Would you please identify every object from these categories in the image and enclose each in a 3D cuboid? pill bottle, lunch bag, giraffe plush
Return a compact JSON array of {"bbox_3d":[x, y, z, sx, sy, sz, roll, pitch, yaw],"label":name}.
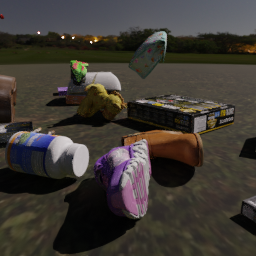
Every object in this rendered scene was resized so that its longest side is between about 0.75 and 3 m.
[{"bbox_3d":[-1.544,0.534,5.441,1.466,0.821,0.821,5,17,20],"label":"pill bottle"},{"bbox_3d":[0.930,-2.928,10.901,1.017,1.668,1.421,38,30,-12],"label":"lunch bag"},{"bbox_3d":[-0.768,-0.882,9.769,1.375,1.695,1.463,30,41,6],"label":"giraffe plush"}]

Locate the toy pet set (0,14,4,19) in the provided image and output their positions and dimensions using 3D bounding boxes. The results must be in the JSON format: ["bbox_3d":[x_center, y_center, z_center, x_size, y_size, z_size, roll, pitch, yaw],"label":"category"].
[{"bbox_3d":[-3.266,-2.799,6.140,0.792,0.848,0.450,29,55,25],"label":"toy pet set"}]

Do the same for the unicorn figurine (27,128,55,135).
[{"bbox_3d":[-2.204,0.334,6.941,1.331,0.492,0.914,-8,21,27],"label":"unicorn figurine"}]

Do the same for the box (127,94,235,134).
[{"bbox_3d":[1.737,-0.550,9.501,2.291,0.708,2.869,-15,22,-38],"label":"box"}]

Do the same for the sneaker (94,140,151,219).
[{"bbox_3d":[-0.148,0.806,4.655,0.957,0.870,2.164,-4,11,8],"label":"sneaker"}]

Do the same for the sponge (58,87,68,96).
[{"bbox_3d":[-2.859,-2.077,15.572,2.028,0.302,1.131,-5,17,-17],"label":"sponge"}]

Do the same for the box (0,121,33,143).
[{"bbox_3d":[-3.317,0.110,7.876,1.235,0.299,0.978,-6,16,-18],"label":"box"}]

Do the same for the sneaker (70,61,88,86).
[{"bbox_3d":[-1.478,-1.601,8.207,0.562,0.613,1.463,11,21,-9],"label":"sneaker"}]

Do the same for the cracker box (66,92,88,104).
[{"bbox_3d":[-2.127,-1.434,13.068,0.987,0.425,1.474,5,16,15],"label":"cracker box"}]

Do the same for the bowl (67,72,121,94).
[{"bbox_3d":[-1.684,-2.110,13.566,2.547,0.951,2.544,-4,4,-12],"label":"bowl"}]

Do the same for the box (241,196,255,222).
[{"bbox_3d":[2.258,1.252,3.983,0.768,0.234,0.969,-8,18,-27],"label":"box"}]

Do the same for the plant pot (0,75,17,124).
[{"bbox_3d":[-4.674,-0.927,8.874,2.030,2.051,2.051,4,14,-18],"label":"plant pot"}]

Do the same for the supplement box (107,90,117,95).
[{"bbox_3d":[-1.046,-1.509,13.040,1.055,0.582,0.452,6,17,18],"label":"supplement box"}]

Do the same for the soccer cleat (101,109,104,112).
[{"bbox_3d":[-0.869,-0.830,11.143,0.259,0.321,0.754,7,18,22],"label":"soccer cleat"}]

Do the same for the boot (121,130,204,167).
[{"bbox_3d":[0.668,0.454,6.035,1.493,0.711,1.930,-2,5,-10],"label":"boot"}]
